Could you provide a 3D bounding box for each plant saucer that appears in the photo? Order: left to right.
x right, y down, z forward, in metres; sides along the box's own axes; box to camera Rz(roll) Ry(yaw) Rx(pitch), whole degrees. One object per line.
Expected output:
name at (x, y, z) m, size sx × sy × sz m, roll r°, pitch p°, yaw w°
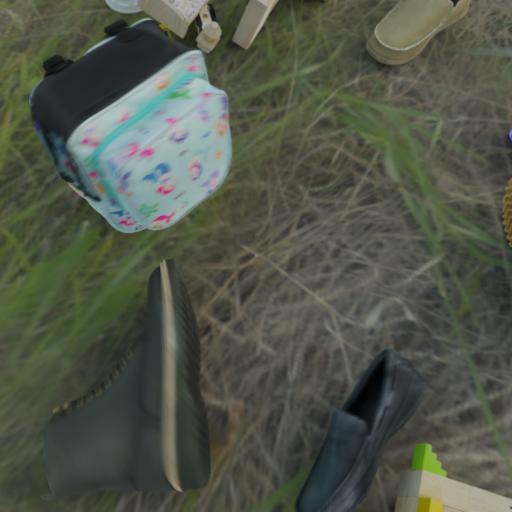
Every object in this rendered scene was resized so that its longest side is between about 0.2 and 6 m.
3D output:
plant saucer at (-2.692, -5.651, 11.950) m, size 1.111 × 0.279 × 1.111 m, roll 0°, pitch 64°, yaw 0°

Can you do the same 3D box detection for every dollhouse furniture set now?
dollhouse furniture set at (-0.912, -5.504, 10.773) m, size 2.780 × 1.357 × 2.371 m, roll 33°, pitch 65°, yaw -8°

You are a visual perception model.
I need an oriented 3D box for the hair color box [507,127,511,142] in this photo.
hair color box at (5.159, -1.877, 10.029) m, size 0.701 × 0.416 × 1.282 m, roll -14°, pitch 63°, yaw -6°

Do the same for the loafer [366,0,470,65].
loafer at (3.275, -4.832, 11.179) m, size 2.752 × 0.928 × 1.046 m, roll -41°, pitch 71°, yaw -18°

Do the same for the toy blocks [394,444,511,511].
toy blocks at (2.563, 3.902, 6.877) m, size 1.773 × 1.296 × 2.593 m, roll 20°, pitch 66°, yaw -3°

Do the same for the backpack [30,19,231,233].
backpack at (-1.686, -1.687, 8.570) m, size 2.169 × 2.882 × 2.558 m, roll 42°, pitch 69°, yaw 16°

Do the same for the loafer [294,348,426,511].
loafer at (1.277, 2.382, 7.452) m, size 0.910 × 0.881 × 2.594 m, roll 48°, pitch 70°, yaw -21°

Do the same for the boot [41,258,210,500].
boot at (-1.941, 1.683, 7.919) m, size 2.236 × 1.252 × 3.233 m, roll -10°, pitch 60°, yaw 4°

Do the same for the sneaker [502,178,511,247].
sneaker at (5.054, -0.090, 8.827) m, size 1.479 × 1.230 × 3.283 m, roll -2°, pitch 69°, yaw -11°

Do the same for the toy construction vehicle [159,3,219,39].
toy construction vehicle at (-1.592, -4.709, 11.363) m, size 1.505 × 0.609 × 1.728 m, roll -17°, pitch 74°, yaw -8°
